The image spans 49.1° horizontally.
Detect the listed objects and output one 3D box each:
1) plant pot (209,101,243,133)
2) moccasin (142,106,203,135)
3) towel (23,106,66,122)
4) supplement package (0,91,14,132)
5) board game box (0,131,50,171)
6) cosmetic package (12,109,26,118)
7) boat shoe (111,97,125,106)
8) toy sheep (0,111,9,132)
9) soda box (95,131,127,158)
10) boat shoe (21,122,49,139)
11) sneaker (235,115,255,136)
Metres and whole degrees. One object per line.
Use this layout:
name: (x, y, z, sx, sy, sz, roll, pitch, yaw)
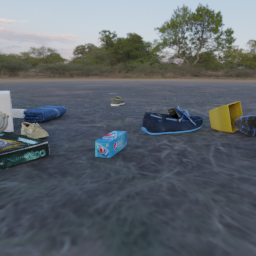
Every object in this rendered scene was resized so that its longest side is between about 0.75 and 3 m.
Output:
plant pot: (3.595, -0.385, 10.387, 1.009, 1.008, 0.890, -16, 7, -43)
moccasin: (1.714, -0.304, 10.083, 2.552, 0.870, 1.027, -8, 14, -32)
towel: (-3.674, -0.635, 12.557, 1.133, 0.492, 2.029, 4, 12, 15)
supplement package: (-5.354, -0.545, 9.911, 2.320, 1.406, 1.389, -5, 13, -23)
board game box: (-3.804, 0.520, 7.357, 2.980, 0.420, 2.016, 9, 15, 37)
cosmetic package: (-5.181, -0.684, 13.029, 0.947, 0.391, 0.240, 4, 10, 16)
boat shoe: (-0.612, -1.698, 17.459, 0.584, 0.488, 1.634, 4, 13, 19)
toy sheep: (-3.741, -0.175, 8.000, 0.671, 0.671, 0.973, -2, -7, -8)
soda box: (-0.439, 0.425, 7.734, 0.417, 0.440, 1.299, 4, 13, 19)
boat shoe: (-3.165, 0.063, 9.397, 1.375, 0.447, 0.496, 11, 16, 41)
sneaker: (4.484, -0.073, 9.778, 1.919, 0.723, 0.753, 5, 3, -20)
